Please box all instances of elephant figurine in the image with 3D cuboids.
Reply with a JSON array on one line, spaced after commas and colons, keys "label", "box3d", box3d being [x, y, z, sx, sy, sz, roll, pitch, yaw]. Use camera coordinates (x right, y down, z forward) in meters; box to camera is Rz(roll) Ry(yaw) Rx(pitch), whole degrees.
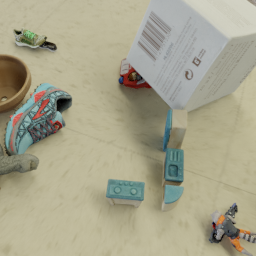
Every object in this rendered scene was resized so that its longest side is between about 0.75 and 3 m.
[{"label": "elephant figurine", "box3d": [-3.842, 0.598, 6.424, 2.649, 1.874, 2.055, -31, 106, -30]}]

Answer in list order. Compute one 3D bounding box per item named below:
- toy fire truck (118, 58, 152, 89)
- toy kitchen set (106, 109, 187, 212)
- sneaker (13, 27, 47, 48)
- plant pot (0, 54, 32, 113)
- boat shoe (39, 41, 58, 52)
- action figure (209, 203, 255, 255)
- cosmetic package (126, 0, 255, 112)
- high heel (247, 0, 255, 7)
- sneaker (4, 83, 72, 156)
[{"label": "toy fire truck", "box3d": [0.253, -1.687, 8.412, 1.093, 0.730, 1.302, -11, 54, 23]}, {"label": "toy kitchen set", "box3d": [0.454, 0.684, 6.441, 1.654, 1.216, 2.065, 5, 56, 3]}, {"label": "sneaker", "box3d": [-3.261, -2.994, 9.145, 1.311, 0.581, 0.504, 7, 59, 21]}, {"label": "plant pot", "box3d": [-3.601, -1.056, 7.782, 1.962, 0.906, 1.962, 0, 56, 0]}, {"label": "boat shoe", "box3d": [-2.706, -2.771, 9.315, 0.796, 0.240, 0.294, 25, 60, 16]}, {"label": "action figure", "box3d": [2.276, 2.068, 5.936, 1.071, 0.579, 1.107, 33, 62, 10]}, {"label": "cosmetic package", "box3d": [1.892, -2.130, 7.159, 2.682, 2.245, 2.231, -22, 62, -38]}, {"label": "high heel", "box3d": [4.366, -4.224, 9.840, 2.995, 1.009, 1.437, 10, 45, -9]}, {"label": "sneaker", "box3d": [-2.217, -0.199, 7.207, 1.130, 0.938, 2.365, 18, 59, 9]}]
